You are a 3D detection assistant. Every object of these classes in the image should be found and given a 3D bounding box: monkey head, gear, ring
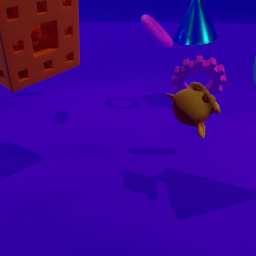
[{"bbox_3d":[1.109,-0.312,4.547,0.785,0.657,1.091,28,24,-46],"label":"monkey head"},{"bbox_3d":[1.424,-0.964,5.684,1.052,1.052,0.195,3,50,6],"label":"gear"},{"bbox_3d":[0.923,-3.039,8.840,1.325,0.265,1.325,37,27,-23],"label":"ring"}]

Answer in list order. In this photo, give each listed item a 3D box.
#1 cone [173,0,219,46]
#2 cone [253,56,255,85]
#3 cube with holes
[{"bbox_3d":[2.206,-3.651,9.086,1.496,1.502,1.496,-5,34,4],"label":"cone"},{"bbox_3d":[2.882,-0.943,3.659,1.642,1.636,1.636,18,22,-7],"label":"cone"},{"bbox_3d":[-1.767,-1.675,4.554,1.365,1.365,1.365,32,47,27],"label":"cube with holes"}]
